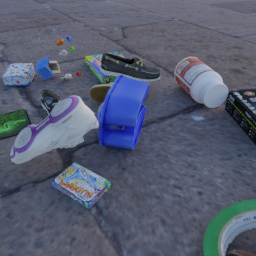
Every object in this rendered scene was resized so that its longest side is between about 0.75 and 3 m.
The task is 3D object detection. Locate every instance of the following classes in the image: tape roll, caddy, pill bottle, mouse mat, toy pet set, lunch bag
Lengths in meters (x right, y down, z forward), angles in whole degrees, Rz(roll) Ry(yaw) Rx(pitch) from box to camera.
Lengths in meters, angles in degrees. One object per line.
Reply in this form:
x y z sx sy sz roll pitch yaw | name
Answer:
2.908 2.645 5.858 2.533 0.609 2.533 -17 30 10 | tape roll
-0.255 -0.597 9.844 1.547 2.084 2.947 11 37 8 | caddy
3.210 -2.007 12.353 1.472 1.472 2.625 -10 37 -13 | pill bottle
-4.938 -0.075 10.835 2.219 0.084 1.785 -17 39 -21 | mouse mat
-3.565 -3.260 13.753 1.892 2.026 1.076 -14 5 27 | toy pet set
-5.484 -2.699 14.052 1.396 0.658 1.742 -4 36 -1 | lunch bag

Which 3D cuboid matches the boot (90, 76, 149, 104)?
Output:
-0.469 -1.926 12.694 2.549 0.928 1.982 -3 36 -7 | boot

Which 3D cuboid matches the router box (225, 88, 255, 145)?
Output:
5.397 -0.480 10.665 2.193 0.909 2.927 -5 36 -8 | router box

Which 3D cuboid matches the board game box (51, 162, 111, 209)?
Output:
-1.373 1.650 8.222 1.470 0.253 0.995 22 41 28 | board game box

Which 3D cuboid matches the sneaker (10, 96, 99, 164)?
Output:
-2.212 0.347 8.387 2.991 1.490 1.120 -32 44 16 | sneaker

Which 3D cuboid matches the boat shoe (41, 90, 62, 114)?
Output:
-2.980 -0.940 11.538 0.800 0.653 2.166 -22 41 -27 | boat shoe

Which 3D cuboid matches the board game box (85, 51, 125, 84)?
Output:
-0.928 -3.329 15.118 2.015 0.436 2.994 -14 38 -20 | board game box

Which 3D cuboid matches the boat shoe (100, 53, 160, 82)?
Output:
0.176 -2.723 12.496 2.786 0.839 0.993 7 33 -9 | boat shoe

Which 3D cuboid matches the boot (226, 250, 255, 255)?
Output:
3.613 2.606 6.379 2.344 0.808 2.515 28 45 14 | boot
